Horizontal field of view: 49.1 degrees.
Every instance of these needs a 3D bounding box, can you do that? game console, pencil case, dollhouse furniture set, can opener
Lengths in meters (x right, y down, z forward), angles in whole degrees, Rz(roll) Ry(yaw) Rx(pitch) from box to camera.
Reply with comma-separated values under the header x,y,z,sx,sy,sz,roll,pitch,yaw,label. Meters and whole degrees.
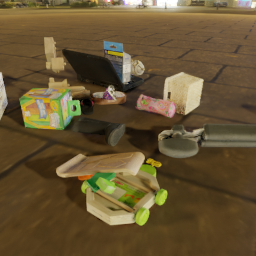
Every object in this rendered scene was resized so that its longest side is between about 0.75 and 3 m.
x,y,z,sx,sy,sz,roll,pitch,yaw,label
-1.015,-2.603,11.884,2.694,1.568,2.369,21,34,34,game console
0.913,-0.731,9.376,1.322,0.578,0.578,16,31,29,pencil case
-2.044,-2.003,9.605,1.344,1.649,1.568,-5,-8,-11,dollhouse furniture set
2.132,0.344,7.302,2.770,0.729,0.921,-3,62,-3,can opener

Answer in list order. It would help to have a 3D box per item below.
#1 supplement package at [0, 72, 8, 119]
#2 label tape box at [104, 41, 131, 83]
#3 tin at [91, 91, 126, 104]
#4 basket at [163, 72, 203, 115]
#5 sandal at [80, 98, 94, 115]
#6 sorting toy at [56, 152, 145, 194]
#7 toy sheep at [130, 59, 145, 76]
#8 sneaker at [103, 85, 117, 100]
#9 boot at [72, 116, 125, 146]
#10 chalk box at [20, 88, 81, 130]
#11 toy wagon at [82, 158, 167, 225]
x,y,z,sx,sy,sz,roll,pitch,yaw,label
-4.957,-0.861,8.843,1.707,1.215,2.191,-5,27,-12,supplement package
-0.439,-2.726,11.448,1.123,1.557,0.493,22,31,39,label tape box
-0.709,-1.127,10.361,1.328,0.278,0.744,-5,32,-20,tin
1.876,-1.188,9.624,0.913,1.126,1.136,24,35,34,basket
-1.418,-0.832,9.773,0.505,0.303,1.346,-5,25,-11,sandal
-0.583,0.880,5.762,1.617,0.322,2.188,-2,7,11,sorting toy
0.382,-2.839,13.230,0.784,0.784,1.137,-17,28,-30,toy sheep
-0.611,-1.049,9.012,0.450,0.435,1.078,-11,-7,-1,sneaker
-0.915,0.063,7.856,1.408,0.462,1.160,12,18,13,boot
-2.277,-0.602,8.598,1.611,1.003,0.998,2,27,8,chalk box
0.056,1.219,5.744,1.468,0.374,1.892,20,33,33,toy wagon
